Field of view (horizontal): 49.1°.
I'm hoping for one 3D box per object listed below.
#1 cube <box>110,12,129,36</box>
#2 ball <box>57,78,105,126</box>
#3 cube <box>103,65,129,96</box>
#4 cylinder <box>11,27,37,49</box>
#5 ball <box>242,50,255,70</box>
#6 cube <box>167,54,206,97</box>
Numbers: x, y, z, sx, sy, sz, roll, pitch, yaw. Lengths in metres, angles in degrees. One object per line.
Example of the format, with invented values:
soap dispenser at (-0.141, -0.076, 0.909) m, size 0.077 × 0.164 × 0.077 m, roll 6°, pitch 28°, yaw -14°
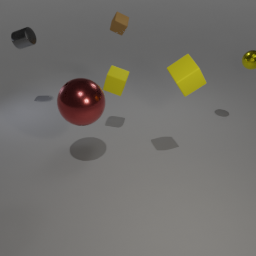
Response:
cube at (-0.431, -5.262, 14.126) m, size 0.700 × 0.700 × 0.700 m, roll 19°, pitch 58°, yaw -19°
ball at (-1.362, -0.759, 8.211) m, size 1.400 × 1.400 × 1.400 m, roll 0°, pitch 31°, yaw 0°
cube at (-0.429, -1.714, 10.154) m, size 0.700 × 0.700 × 0.700 m, roll 20°, pitch 42°, yaw -2°
cylinder at (-4.160, -3.590, 11.200) m, size 0.700 × 0.700 × 0.700 m, roll -11°, pitch 27°, yaw 18°
ball at (4.559, -2.500, 10.295) m, size 0.700 × 0.700 × 0.700 m, roll 0°, pitch 31°, yaw 0°
cube at (1.611, -1.443, 7.709) m, size 0.700 × 0.700 × 0.700 m, roll -33°, pitch 50°, yaw 13°
